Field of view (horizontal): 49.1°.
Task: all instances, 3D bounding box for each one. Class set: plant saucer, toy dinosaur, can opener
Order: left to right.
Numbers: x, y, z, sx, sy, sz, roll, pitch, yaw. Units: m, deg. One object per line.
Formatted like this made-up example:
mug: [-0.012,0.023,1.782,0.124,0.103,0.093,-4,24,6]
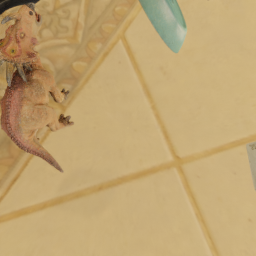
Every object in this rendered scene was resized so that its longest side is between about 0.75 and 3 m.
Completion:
can opener: [-2.353,-2.181,4.702,0.831,1.030,2.621,46,73,-2]
toy dinosaur: [-1.878,-0.528,5.049,1.202,1.897,2.800,-8,82,6]
plant saucer: [0.622,-2.435,5.291,0.372,2.070,2.070,-25,62,24]

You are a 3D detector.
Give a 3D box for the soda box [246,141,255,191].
soda box: [2.933,0.413,3.635,2.426,0.772,0.826,-20,42,30]
